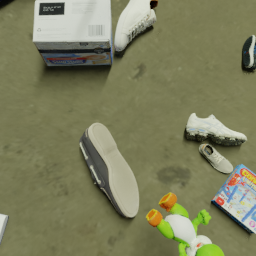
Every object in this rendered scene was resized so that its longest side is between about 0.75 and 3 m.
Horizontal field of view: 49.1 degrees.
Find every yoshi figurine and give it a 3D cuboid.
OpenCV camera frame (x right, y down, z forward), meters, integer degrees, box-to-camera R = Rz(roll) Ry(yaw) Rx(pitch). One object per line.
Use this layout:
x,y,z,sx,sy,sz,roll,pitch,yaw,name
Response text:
1.277,2.209,5.611,1.812,1.015,1.019,46,114,2,yoshi figurine

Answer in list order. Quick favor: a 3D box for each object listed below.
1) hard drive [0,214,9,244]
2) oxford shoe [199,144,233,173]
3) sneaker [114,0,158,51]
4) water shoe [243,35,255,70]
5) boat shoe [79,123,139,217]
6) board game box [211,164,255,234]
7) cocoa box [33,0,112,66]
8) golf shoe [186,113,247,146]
-4.902,3.115,8.175,2.376,0.301,1.567,11,74,3,hard drive
2.766,0.957,8.782,1.232,0.356,0.463,42,75,9,oxford shoe
0.347,-3.728,9.823,1.087,0.934,2.566,21,74,9,sneaker
4.353,-2.626,9.844,0.503,0.455,1.274,19,73,-21,water shoe
-0.616,1.343,8.565,0.936,1.085,2.985,-32,78,35,boat shoe
3.548,2.106,8.411,1.461,0.408,1.431,38,78,10,board game box
-1.723,-3.121,9.324,2.382,1.563,1.588,-1,74,0,cocoa box
2.824,-0.005,8.891,1.918,0.751,0.933,12,69,2,golf shoe
